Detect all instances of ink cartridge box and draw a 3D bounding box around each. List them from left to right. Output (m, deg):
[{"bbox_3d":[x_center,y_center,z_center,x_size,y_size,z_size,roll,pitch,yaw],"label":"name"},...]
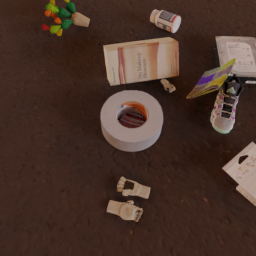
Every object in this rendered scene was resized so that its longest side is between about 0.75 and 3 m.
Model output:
[{"bbox_3d":[4.107,1.440,9.130,1.667,0.373,1.469,-33,62,-22],"label":"ink cartridge box"}]

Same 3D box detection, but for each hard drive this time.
[{"bbox_3d":[4.822,-3.014,12.237,1.854,0.502,2.654,4,54,4],"label":"hard drive"}]

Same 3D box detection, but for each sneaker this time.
[{"bbox_3d":[1.586,-1.744,11.493,0.308,0.285,0.760,-38,62,-14],"label":"sneaker"},{"bbox_3d":[3.636,-1.052,10.166,0.882,1.587,2.269,11,55,8],"label":"sneaker"}]

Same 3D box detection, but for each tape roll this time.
[{"bbox_3d":[0.136,-0.289,10.053,2.216,0.732,2.216,0,60,-1],"label":"tape roll"}]

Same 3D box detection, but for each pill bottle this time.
[{"bbox_3d":[1.807,-5.261,13.660,1.350,0.807,0.807,30,60,19],"label":"pill bottle"}]

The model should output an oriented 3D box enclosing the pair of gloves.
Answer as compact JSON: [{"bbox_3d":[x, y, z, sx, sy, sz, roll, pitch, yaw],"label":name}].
[{"bbox_3d":[0.030,2.204,8.685,1.077,0.222,1.267,19,57,13],"label":"pair of gloves"}]

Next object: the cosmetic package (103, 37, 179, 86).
[{"bbox_3d":[0.516,-2.688,11.220,2.797,1.446,1.220,-10,27,-5],"label":"cosmetic package"}]

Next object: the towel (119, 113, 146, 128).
[{"bbox_3d":[0.286,-0.467,10.642,0.953,0.150,1.323,18,56,12],"label":"towel"}]

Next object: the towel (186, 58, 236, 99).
[{"bbox_3d":[3.251,-1.900,10.900,0.242,1.527,2.126,51,55,-14],"label":"towel"}]

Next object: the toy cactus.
[{"bbox_3d":[-2.994,-5.408,13.735,2.152,1.333,2.608,17,51,-11],"label":"toy cactus"}]
